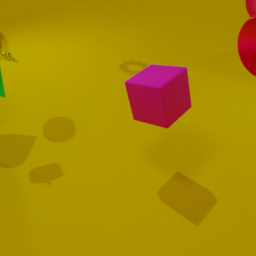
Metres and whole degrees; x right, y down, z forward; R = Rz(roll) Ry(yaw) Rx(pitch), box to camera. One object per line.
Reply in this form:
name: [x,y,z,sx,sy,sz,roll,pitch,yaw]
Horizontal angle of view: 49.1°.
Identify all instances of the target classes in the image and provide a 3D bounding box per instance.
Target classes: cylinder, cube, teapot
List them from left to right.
teapot: [-2.895,-1.719,5.881,1.261,0.784,0.617,30,1,-23]
cube: [0.622,-0.664,5.611,0.899,0.899,0.899,16,43,41]
cylinder: [2.449,-1.386,4.402,0.994,0.994,0.994,-22,45,-16]

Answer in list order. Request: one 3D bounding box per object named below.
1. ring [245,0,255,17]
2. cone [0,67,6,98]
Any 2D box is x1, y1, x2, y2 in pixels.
ring: [4.187,-3.746,8.073,1.497,1.497,0.299,10,24,12]
cone: [-3.548,-1.600,7.032,1.307,1.307,1.312,15,85,17]
